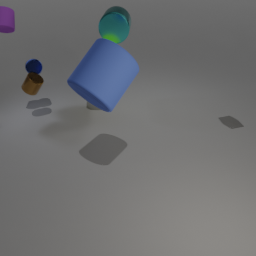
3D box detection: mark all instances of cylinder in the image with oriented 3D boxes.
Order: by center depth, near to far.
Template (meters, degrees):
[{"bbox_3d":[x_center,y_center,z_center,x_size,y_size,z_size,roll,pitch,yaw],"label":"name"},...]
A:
[{"bbox_3d":[-0.644,-1.367,7.404,1.400,1.400,1.400,27,79,37],"label":"cylinder"},{"bbox_3d":[-4.406,-3.840,9.960,0.700,0.700,0.700,-3,-3,0],"label":"cylinder"},{"bbox_3d":[-4.001,-1.850,11.751,0.700,0.700,0.700,28,35,-22],"label":"cylinder"},{"bbox_3d":[-4.124,-2.663,12.249,0.700,0.700,0.700,-11,16,-18],"label":"cylinder"},{"bbox_3d":[-0.581,-4.792,13.013,1.400,1.400,1.400,2,34,3],"label":"cylinder"}]
